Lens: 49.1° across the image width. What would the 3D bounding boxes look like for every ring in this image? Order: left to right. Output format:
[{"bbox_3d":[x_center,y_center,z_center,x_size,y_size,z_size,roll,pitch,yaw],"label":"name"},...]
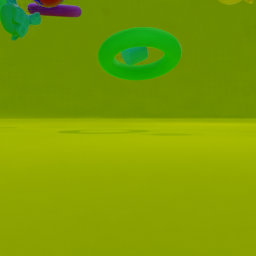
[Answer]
[{"bbox_3d":[-2.455,-3.969,9.450,1.773,0.355,1.773,3,22,-1],"label":"ring"},{"bbox_3d":[0.289,-1.727,6.805,2.020,0.404,2.020,-2,-17,-1],"label":"ring"}]

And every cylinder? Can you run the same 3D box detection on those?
[{"bbox_3d":[0.264,-2.943,11.019,0.792,0.792,0.792,-27,10,-16],"label":"cylinder"}]

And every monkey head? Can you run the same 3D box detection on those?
[{"bbox_3d":[-2.967,-3.001,7.694,0.806,1.337,0.962,33,47,29],"label":"monkey head"}]

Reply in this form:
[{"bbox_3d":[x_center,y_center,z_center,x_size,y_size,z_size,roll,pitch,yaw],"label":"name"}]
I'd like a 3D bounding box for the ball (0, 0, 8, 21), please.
[{"bbox_3d":[-4.102,-3.595,7.881,1.357,1.357,1.357,0,2,0],"label":"ball"}]

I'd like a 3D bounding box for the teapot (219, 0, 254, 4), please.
[{"bbox_3d":[2.147,-3.012,5.929,1.226,0.762,0.600,37,14,6],"label":"teapot"}]

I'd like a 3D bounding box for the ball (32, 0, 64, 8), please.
[{"bbox_3d":[-2.172,-3.832,7.470,1.144,1.144,1.144,0,2,0],"label":"ball"}]
